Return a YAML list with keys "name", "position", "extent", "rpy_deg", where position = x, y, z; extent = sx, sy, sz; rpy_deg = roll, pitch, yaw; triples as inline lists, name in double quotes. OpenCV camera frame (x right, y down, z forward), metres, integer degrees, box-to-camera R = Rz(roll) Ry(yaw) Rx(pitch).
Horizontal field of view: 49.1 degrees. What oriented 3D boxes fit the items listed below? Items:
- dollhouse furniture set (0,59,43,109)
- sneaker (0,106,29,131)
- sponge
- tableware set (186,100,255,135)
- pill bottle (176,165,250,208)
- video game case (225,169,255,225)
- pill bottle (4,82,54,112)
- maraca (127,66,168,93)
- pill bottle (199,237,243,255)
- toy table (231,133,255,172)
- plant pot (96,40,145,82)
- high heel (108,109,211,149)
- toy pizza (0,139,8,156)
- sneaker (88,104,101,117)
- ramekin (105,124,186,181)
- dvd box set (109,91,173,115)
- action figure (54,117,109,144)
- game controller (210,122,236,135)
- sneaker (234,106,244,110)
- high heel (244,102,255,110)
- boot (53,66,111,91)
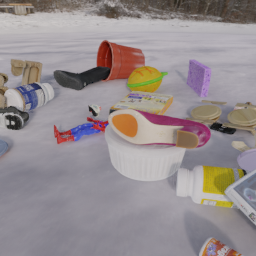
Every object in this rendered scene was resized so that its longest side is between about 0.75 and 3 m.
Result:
- name: "dollhouse furniture set"
  position: [-4.991, -1.929, 13.083]
  extent: [2.358, 2.242, 1.921]
  rpy_deg: [-2, 24, -43]
- name: "sneaker"
  position: [-5.019, -0.480, 11.149]
  extent: [2.405, 0.799, 1.088]
  rpy_deg: [10, 23, 12]
- name: "sponge"
  position: [3.841, -2.787, 15.371]
  extent: [0.396, 1.482, 2.657]
  rpy_deg: [1, 24, -6]
- name: "tableware set"
  position: [3.876, -0.386, 11.220]
  extent: [2.743, 0.550, 1.813]
  rpy_deg: [11, 38, 36]
- name: "pill bottle"
  position: [2.029, 1.386, 6.740]
  extent: [1.670, 0.929, 0.929]
  rpy_deg: [5, 25, 9]
- name: "video game case"
  position: [3.622, 1.665, 5.816]
  extent: [2.550, 0.298, 2.319]
  rpy_deg: [-18, 53, -35]
- name: "pill bottle"
  position: [-4.426, -1.439, 12.785]
  extent: [1.135, 1.135, 2.045]
  rpy_deg: [15, 28, 30]
- name: "maraca"
  position: [1.054, -2.605, 14.972]
  extent: [1.893, 1.477, 2.761]
  rpy_deg: [1, 21, 31]
- name: "pill bottle"
  position: [1.779, 2.399, 4.981]
  extent: [0.913, 0.512, 0.512]
  rpy_deg: [21, 32, 39]
- name: "toy table"
  position: [3.729, 0.724, 8.100]
  extent: [1.339, 1.230, 0.784]
  rpy_deg: [14, 38, -13]
- name: "plant pot"
  position: [-0.398, -4.129, 17.581]
  extent: [2.413, 2.481, 2.481]
  rpy_deg: [-3, 23, -28]
- name: "high heel"
  position: [0.809, -0.044, 7.358]
  extent: [2.618, 0.882, 1.256]
  rpy_deg: [8, 12, 29]
- name: "toy pizza"
  position: [-4.715, 0.785, 8.880]
  extent: [1.729, 0.274, 1.729]
  rpy_deg: [1, 25, -1]
- name: "sneaker"
  position: [-1.384, -0.819, 12.317]
  extent: [0.506, 0.381, 1.083]
  rpy_deg: [-15, 25, -19]
- name: "ramekin"
  position: [0.550, 0.565, 8.285]
  extent: [2.462, 1.146, 2.462]
  rpy_deg: [0, 24, 0]
- name: "dvd box set"
  position: [0.691, -1.017, 12.713]
  extent: [2.126, 0.427, 2.906]
  rpy_deg: [9, 25, 19]
- name: "action figure"
  position: [-1.246, -0.019, 10.267]
  extent: [2.781, 0.719, 0.910]
  rpy_deg: [-8, 23, -23]
- name: "game controller"
  position: [3.648, 0.022, 10.756]
  extent: [0.935, 0.197, 0.488]
  rpy_deg: [19, 45, 36]
- name: "sneaker"
  position: [4.964, -0.723, 12.018]
  extent: [0.338, 0.469, 0.898]
  rpy_deg: [-20, 32, -41]
- name: "high heel"
  position: [5.675, -0.978, 12.651]
  extent: [0.753, 0.377, 1.057]
  rpy_deg: [-19, 21, -24]
- name: "boot"
  position: [-2.686, -3.216, 16.757]
  extent: [2.275, 0.906, 2.761]
  rpy_deg: [28, 43, 25]
